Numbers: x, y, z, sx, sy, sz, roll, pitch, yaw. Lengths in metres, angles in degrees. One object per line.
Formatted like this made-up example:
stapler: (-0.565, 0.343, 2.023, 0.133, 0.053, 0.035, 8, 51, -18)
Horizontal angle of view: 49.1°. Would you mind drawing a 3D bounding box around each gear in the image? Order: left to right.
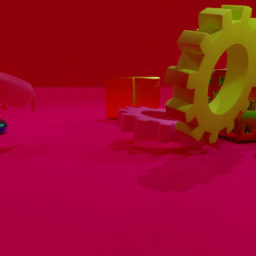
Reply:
gear: (0.658, -0.091, 5.417, 1.704, 0.315, 1.704, 7, 13, -2)
gear: (1.371, -0.757, 4.246, 1.991, 1.991, 0.368, -8, 25, -41)

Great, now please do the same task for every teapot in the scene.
teapot: (-2.094, -0.609, 5.029, 0.780, 0.615, 1.255, 21, 1, 41)

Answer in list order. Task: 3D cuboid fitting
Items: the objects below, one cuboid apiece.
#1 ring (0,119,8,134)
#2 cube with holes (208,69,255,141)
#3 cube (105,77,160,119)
ring: (-3.537, -0.010, 6.314, 1.528, 0.306, 1.528, 0, 9, 0)
cube with holes: (2.514, -0.520, 5.950, 1.336, 1.336, 1.336, 1, 9, -18)
cube: (0.157, -0.977, 9.147, 1.311, 1.311, 1.311, 7, 11, 44)
